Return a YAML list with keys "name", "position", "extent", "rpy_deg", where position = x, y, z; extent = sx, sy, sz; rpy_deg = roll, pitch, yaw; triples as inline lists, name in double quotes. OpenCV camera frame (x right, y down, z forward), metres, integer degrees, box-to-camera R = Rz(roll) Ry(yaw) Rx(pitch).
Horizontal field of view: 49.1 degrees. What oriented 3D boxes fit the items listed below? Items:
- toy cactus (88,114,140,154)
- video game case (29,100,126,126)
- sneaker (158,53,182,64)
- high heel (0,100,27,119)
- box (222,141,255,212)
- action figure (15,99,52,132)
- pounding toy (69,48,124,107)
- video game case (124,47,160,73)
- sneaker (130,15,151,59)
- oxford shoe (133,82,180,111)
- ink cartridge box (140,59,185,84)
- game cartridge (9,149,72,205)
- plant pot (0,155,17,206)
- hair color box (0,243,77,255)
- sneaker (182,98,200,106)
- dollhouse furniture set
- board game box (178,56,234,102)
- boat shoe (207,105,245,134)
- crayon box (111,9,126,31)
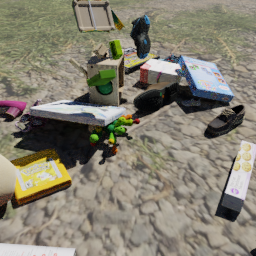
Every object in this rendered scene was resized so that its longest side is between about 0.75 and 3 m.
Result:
- name: "toy cactus"
  position: [-0.743, 0.120, 10.605]
  extent: [1.822, 1.129, 2.208]
  rpy_deg: [6, 33, 43]
- name: "video game case"
  position: [-1.873, -0.676, 11.272]
  extent: [2.992, 0.329, 2.727]
  rpy_deg: [9, 14, 13]
- name: "sneaker"
  position: [2.553, -4.155, 16.820]
  extent: [1.541, 0.736, 0.611]
  rpy_deg: [2, 35, 3]
- name: "high heel"
  position: [-5.517, -1.046, 12.337]
  extent: [2.010, 0.678, 0.966]
  rpy_deg: [23, 49, 7]
- name: "box"
  position: [3.592, 1.410, 8.878]
  extent: [0.583, 0.545, 2.815]
  rpy_deg: [17, 38, 23]
- name: "action figure"
  position: [-3.666, -0.458, 11.633]
  extent: [1.236, 1.112, 1.659]
  rpy_deg: [-40, 15, 17]
- name: "pounding toy"
  position: [-1.263, -2.389, 12.739]
  extent: [1.879, 2.433, 2.643]
  rpy_deg: [4, 35, 6]
- name: "video game case"
  position: [0.121, -4.279, 17.345]
  extent: [2.548, 0.360, 2.819]
  rpy_deg: [28, 42, 34]
- name: "sneaker"
  position: [0.563, -4.224, 13.279]
  extent: [0.873, 2.131, 0.780]
  rpy_deg: [-5, -15, 34]
- name: "oxford shoe"
  position: [1.119, -1.454, 12.850]
  extent: [2.731, 0.992, 1.153]
  rpy_deg: [-23, 29, -39]
- name: "ink cartridge box"
  position: [2.042, -2.818, 14.759]
  extent: [2.507, 0.846, 1.460]
  rpy_deg: [17, 38, 22]
- name: "game cartridge"
  position: [-2.918, 1.446, 9.050]
  extent: [1.672, 0.308, 1.897]
  rpy_deg: [-18, 40, -24]
- name: "plant pot"
  position: [-3.891, 1.493, 7.820]
  extent: [1.326, 1.975, 1.975]
  rpy_deg: [11, 28, -27]
- name: "hair color box"
  position: [-2.229, 3.206, 6.203]
  extent: [2.014, 0.617, 1.022]
  rpy_deg: [2, 34, 5]
- name: "sneaker"
  position: [2.905, -1.236, 12.899]
  extent: [0.886, 0.363, 0.331]
  rpy_deg: [-3, 35, -5]
- name: "dollhouse furniture set"
  position: [-1.120, -2.934, 9.700]
  extent: [1.386, 2.773, 1.071]
  rpy_deg: [-15, 2, -30]
- name: "board game box"
  position: [3.730, -2.407, 13.588]
  extent: [2.010, 0.486, 2.657]
  rpy_deg: [8, 43, -19]
- name: "boat shoe"
  position: [3.991, -0.449, 11.388]
  extent: [2.107, 0.772, 0.785]
  rpy_deg: [-25, 42, -32]
- name: "crayon box"
  position: [-0.645, -4.660, 11.981]
  extent: [0.311, 1.207, 0.759]
  rpy_deg: [-47, 56, 5]
